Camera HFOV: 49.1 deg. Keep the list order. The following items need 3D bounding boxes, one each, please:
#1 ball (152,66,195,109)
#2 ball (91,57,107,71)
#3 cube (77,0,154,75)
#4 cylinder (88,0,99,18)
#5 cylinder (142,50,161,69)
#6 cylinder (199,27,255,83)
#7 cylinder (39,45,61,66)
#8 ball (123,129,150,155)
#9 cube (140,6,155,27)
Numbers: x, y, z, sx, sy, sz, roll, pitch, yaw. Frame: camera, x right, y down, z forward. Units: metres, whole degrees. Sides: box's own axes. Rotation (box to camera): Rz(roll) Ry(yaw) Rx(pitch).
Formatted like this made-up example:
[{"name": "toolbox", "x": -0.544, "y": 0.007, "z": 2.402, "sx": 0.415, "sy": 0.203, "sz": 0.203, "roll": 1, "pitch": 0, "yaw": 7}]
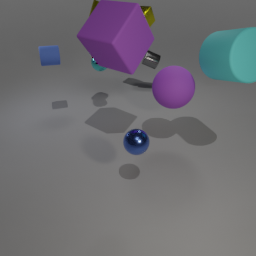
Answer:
[{"name": "ball", "x": 1.490, "y": -1.331, "z": 9.199, "sx": 1.400, "sy": 1.400, "sz": 1.400, "roll": 0, "pitch": 33, "yaw": 0}, {"name": "ball", "x": -1.086, "y": -2.559, "z": 10.906, "sx": 0.700, "sy": 0.700, "sz": 0.700, "roll": 0, "pitch": 33, "yaw": 0}, {"name": "cube", "x": -0.320, "y": -2.632, "z": 8.138, "sx": 1.400, "sy": 1.400, "sz": 1.400, "roll": 22, "pitch": 76, "yaw": 33}, {"name": "cylinder", "x": -0.953, "y": -3.963, "z": 9.700, "sx": 0.700, "sy": 0.700, "sz": 0.700, "roll": 19, "pitch": 21, "yaw": -8}, {"name": "cylinder", "x": 1.099, "y": -3.254, "z": 13.334, "sx": 0.700, "sy": 0.700, "sz": 0.700, "roll": 21, "pitch": 32, "yaw": -9}, {"name": "cylinder", "x": 2.941, "y": -2.001, "z": 7.767, "sx": 1.400, "sy": 1.400, "sz": 1.400, "roll": -12, "pitch": 18, "yaw": -18}, {"name": "cylinder", "x": -2.908, "y": -2.684, "z": 10.399, "sx": 0.700, "sy": 0.700, "sz": 0.700, "roll": -8, "pitch": 33, "yaw": -15}, {"name": "ball", "x": 0.220, "y": 0.368, "z": 7.401, "sx": 0.700, "sy": 0.700, "sz": 0.700, "roll": 0, "pitch": 33, "yaw": 0}, {"name": "cube", "x": 0.614, "y": -4.631, "z": 11.805, "sx": 0.700, "sy": 0.700, "sz": 0.700, "roll": 21, "pitch": 64, "yaw": 36}]
